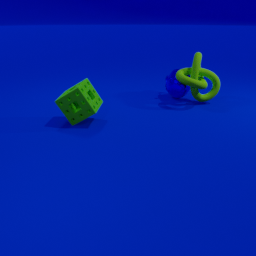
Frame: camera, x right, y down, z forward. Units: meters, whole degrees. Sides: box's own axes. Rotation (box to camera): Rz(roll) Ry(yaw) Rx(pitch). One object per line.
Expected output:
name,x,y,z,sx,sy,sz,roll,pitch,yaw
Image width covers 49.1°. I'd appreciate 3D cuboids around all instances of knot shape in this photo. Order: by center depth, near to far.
knot shape,2.728,-1.791,10.548,0.857,1.736,1.855,-24,25,48

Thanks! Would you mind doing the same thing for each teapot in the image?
teapot,1.977,-1.826,11.249,0.965,1.226,1.971,21,13,-13

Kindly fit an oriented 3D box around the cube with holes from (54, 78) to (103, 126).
cube with holes,-1.506,-0.821,8.757,0.925,0.925,0.925,-26,20,22
